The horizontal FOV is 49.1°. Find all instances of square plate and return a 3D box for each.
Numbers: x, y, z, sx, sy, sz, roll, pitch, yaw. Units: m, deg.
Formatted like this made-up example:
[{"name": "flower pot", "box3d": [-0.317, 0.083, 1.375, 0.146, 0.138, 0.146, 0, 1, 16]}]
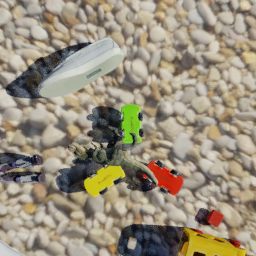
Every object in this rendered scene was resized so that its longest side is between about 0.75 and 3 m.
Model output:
[{"name": "square plate", "box3d": [-3.573, 3.968, 7.923, 1.325, 0.188, 1.313, 30, 84, 3]}]

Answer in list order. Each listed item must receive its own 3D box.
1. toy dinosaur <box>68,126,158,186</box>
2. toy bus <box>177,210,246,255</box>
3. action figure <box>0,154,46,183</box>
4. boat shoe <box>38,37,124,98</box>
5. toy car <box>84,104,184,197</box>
[{"name": "toy dinosaur", "box3d": [-0.226, 0.475, 6.040, 2.062, 0.489, 0.909, 16, 86, 13]}, {"name": "toy bus", "box3d": [2.415, 3.542, 7.481, 2.255, 1.165, 2.128, -30, 84, -3]}, {"name": "action figure", "box3d": [-3.593, 1.284, 7.957, 2.329, 0.808, 1.515, -9, 90, 2]}, {"name": "boat shoe", "box3d": [-1.483, -1.834, 8.331, 2.708, 0.945, 0.964, -28, 70, -5]}, {"name": "toy car", "box3d": [0.137, 0.639, 8.110, 2.778, 0.619, 2.614, -2, 83, -1]}]
